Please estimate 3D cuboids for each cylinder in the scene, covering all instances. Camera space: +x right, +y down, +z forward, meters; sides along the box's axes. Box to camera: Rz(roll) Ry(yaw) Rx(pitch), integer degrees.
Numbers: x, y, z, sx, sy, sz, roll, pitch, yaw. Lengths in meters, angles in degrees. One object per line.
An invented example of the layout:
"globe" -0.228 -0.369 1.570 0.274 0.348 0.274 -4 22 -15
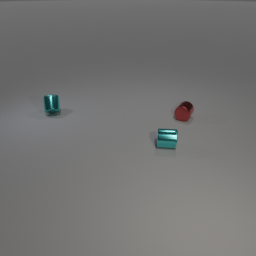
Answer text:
"cylinder" 1.427 0.378 10.218 0.700 0.700 0.700 3 28 6
"cylinder" 2.468 -0.739 12.305 0.700 0.700 0.700 14 31 24
"cylinder" -3.443 -1.075 12.649 0.700 0.700 0.700 -7 -9 -1
